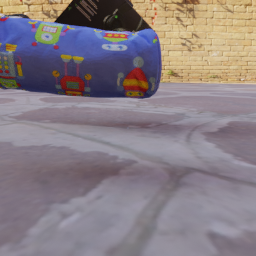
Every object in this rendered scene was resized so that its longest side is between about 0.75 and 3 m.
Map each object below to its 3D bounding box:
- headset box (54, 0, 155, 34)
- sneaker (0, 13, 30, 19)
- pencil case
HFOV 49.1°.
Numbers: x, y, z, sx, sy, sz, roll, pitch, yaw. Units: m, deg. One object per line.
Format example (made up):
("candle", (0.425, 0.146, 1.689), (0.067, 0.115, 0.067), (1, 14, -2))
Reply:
("headset box", (-0.876, -2.834, 8.373), (2.340, 2.687, 1.247), (39, 8, -23))
("sneaker", (-4.163, -3.592, 9.491), (2.114, 0.846, 0.779), (-3, -23, 25))
("pencil case", (-0.849, -1.166, 4.621), (2.912, 1.265, 1.136), (3, -26, -3))
